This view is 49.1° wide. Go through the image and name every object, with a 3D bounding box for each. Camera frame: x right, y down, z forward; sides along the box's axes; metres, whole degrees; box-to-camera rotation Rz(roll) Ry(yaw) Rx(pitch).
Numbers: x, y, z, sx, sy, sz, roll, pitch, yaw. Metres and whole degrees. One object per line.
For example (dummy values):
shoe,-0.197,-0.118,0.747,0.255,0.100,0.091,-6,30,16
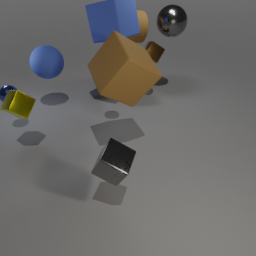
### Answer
cylinder,0.010,-4.597,12.671,1.400,1.400,1.400,-5,31,-21
cube,1.115,-3.411,12.568,0.700,0.700,0.700,28,10,-18
cube,-0.332,0.798,6.522,0.700,0.700,0.700,29,49,-7
ball,-4.386,-1.233,10.314,0.700,0.700,0.700,0,31,0
ball,-3.432,-2.792,11.882,1.400,1.400,1.400,0,31,0
cube,-0.556,-4.176,10.829,1.400,1.400,1.400,5,27,35
cube,-3.546,-0.761,9.046,0.700,0.700,0.700,8,-16,46
ball,1.997,-4.867,12.765,1.400,1.400,1.400,0,31,0
cube,-0.125,-1.732,8.425,1.400,1.400,1.400,16,38,-43
